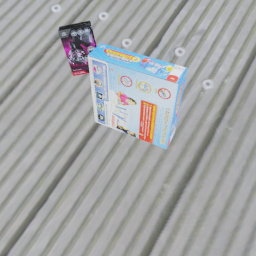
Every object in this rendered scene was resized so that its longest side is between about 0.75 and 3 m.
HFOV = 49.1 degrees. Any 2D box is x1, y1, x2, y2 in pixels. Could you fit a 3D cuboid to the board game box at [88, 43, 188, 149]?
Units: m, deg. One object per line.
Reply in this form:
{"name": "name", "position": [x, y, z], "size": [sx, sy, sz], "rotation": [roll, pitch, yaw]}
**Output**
{"name": "board game box", "position": [0.143, -0.588, 5.589], "size": [1.755, 1.792, 0.501], "rotation": [21, 51, 16]}

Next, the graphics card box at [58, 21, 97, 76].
{"name": "graphics card box", "position": [-1.073, -1.804, 6.457], "size": [0.733, 1.168, 0.297], "rotation": [-9, 40, 3]}
